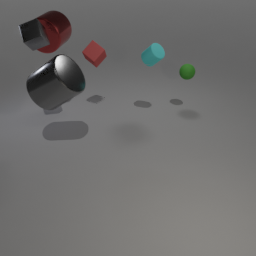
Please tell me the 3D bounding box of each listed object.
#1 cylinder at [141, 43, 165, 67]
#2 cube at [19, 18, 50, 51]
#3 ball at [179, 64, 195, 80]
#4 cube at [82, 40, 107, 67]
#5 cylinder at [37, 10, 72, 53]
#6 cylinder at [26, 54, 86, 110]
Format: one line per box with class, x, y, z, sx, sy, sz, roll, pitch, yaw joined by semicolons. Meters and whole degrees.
cylinder;1.007;-2.955;11.329;0.700;0.700;0.700;-27;0;-39
cube;-3.270;-3.259;9.814;0.700;0.700;0.700;-20;-10;5
ball;2.640;-2.505;12.474;0.700;0.700;0.700;0;30;0
cube;-1.427;-3.167;12.007;0.700;0.700;0.700;40;-4;8
cylinder;-3.219;-3.988;11.595;1.400;1.400;1.400;5;35;9
cylinder;-2.381;-1.491;9.319;1.400;1.400;1.400;-26;18;29
